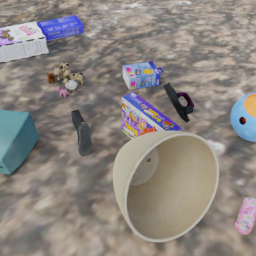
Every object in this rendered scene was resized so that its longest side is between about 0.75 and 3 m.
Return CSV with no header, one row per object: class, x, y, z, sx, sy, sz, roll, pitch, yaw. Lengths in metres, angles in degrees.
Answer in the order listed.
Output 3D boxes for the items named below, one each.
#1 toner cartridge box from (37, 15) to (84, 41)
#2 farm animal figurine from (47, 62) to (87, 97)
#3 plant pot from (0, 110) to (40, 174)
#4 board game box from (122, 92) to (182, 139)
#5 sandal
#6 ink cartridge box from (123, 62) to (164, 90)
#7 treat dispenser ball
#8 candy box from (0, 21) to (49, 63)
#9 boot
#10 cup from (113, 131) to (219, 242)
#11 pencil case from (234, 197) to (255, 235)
toner cartridge box,-3.307,-4.893,13.694,2.064,0.446,0.981,-21,57,-21
farm animal figurine,-2.327,-1.899,10.328,1.182,0.736,1.463,-29,50,-28
plant pot,-3.303,0.431,7.611,1.064,1.064,1.506,6,50,7
board game box,0.576,0.040,7.788,0.433,1.302,1.936,-27,48,-27
sandal,1.591,-0.711,8.059,0.531,2.217,0.833,-28,70,13
ink cartridge box,0.607,-2.014,10.615,1.440,0.550,0.982,-10,44,-13
treat dispenser ball,3.740,-0.308,8.111,1.441,1.441,1.441,0,42,0
candy box,-4.889,-3.820,12.372,2.248,0.804,1.885,-19,46,-20
boot,-1.399,0.114,8.135,0.395,0.992,1.203,-4,25,-26
cup,0.587,1.043,6.286,2.333,2.333,1.669,-22,22,-22
pencil case,2.699,1.977,6.363,0.379,0.379,0.866,23,47,23
